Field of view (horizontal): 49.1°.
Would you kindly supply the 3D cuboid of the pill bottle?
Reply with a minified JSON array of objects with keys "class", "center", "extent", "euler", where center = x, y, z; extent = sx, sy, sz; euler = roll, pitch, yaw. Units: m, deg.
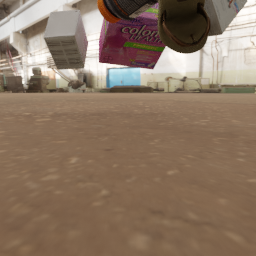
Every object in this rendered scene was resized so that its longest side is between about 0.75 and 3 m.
[{"class":"pill bottle","center":[0.226,-3.677,7.353],"extent":[2.331,1.238,1.238],"euler":[-18,-6,41]}]

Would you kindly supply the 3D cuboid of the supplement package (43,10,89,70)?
[{"class":"supplement package","center":[-2.101,-3.059,9.794],"extent":[1.065,1.384,1.448],"euler":[-2,-33,6]}]

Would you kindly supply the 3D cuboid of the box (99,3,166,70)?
[{"class":"box","center":[0.245,-3.507,10.250],"extent":[2.292,1.260,2.605],"euler":[4,-27,-15]}]

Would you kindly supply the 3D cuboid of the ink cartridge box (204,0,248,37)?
[{"class":"ink cartridge box","center":[2.114,-3.282,7.253],"extent":[1.183,1.178,1.628],"euler":[8,50,47]}]

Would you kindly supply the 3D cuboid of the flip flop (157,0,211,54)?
[{"class":"flip flop","center":[1.255,-2.235,5.876],"extent":[1.214,0.862,2.995],"euler":[-17,-14,7]}]
